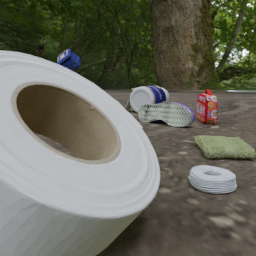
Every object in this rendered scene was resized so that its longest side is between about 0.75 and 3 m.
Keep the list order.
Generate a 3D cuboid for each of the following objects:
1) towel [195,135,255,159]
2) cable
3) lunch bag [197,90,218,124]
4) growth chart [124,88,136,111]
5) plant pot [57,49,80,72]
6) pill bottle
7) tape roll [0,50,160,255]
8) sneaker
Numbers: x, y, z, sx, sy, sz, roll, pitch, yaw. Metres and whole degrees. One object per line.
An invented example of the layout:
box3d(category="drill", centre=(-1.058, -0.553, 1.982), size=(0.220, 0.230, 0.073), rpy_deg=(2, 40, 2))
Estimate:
box3d(category="towel", centre=(2.696, 0.526, 7.941), size=(1.374, 0.338, 1.852), rpy_deg=(2, 9, 4))
box3d(category="cable", centre=(1.641, 0.983, 5.442), size=(0.883, 0.306, 0.883), rpy_deg=(1, 10, 6))
box3d(category="lunch bag", centre=(3.730, -1.039, 13.227), size=(0.715, 1.538, 1.746), rpy_deg=(0, 10, 1))
box3d(category="growth chart", centre=(0.268, -1.733, 17.265), size=(0.156, 1.762, 1.275), rpy_deg=(32, 18, 22))
box3d(category="plant pot", centre=(-2.678, -2.965, 12.506), size=(0.848, 0.762, 0.848), rpy_deg=(-31, 38, 15))
box3d(category="pill bottle", centre=(1.425, -1.802, 17.317), size=(1.601, 1.601, 2.767), rpy_deg=(6, 12, 30))
box3d(category="tape roll", centre=(-0.931, 0.220, 3.622), size=(2.777, 0.971, 2.777), rpy_deg=(30, 26, -16))
box3d(category="sneaker", centre=(1.994, -0.725, 12.889), size=(1.491, 1.042, 2.998), rpy_deg=(-8, 13, -41))
